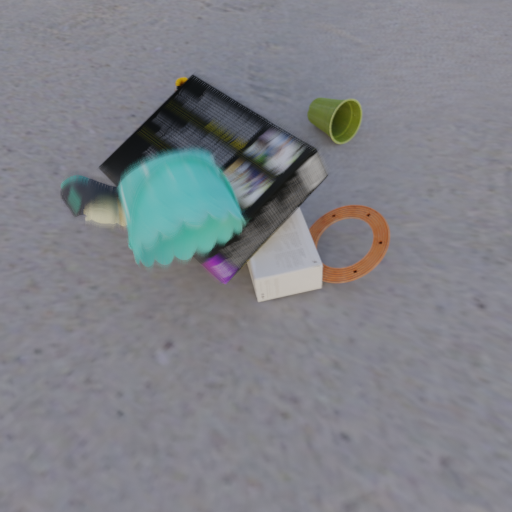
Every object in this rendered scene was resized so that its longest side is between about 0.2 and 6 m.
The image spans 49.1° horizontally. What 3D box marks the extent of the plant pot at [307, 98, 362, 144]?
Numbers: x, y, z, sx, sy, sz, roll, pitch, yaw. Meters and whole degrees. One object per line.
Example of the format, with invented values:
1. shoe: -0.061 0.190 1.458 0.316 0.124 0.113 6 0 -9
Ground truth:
1. plant pot: 1.848 -3.439 13.809 1.109 1.109 1.053 -32 43 -25

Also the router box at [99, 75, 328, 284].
1. router box: -0.968 -1.678 11.051 2.863 0.980 3.838 -46 56 -6

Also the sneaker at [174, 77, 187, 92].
1. sneaker: -1.587 -3.820 14.178 0.760 0.802 1.952 -27 55 -21

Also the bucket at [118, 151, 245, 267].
1. bucket: -1.178 -0.719 8.572 1.816 1.816 1.181 -20 79 -16

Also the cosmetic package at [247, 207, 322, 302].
1. cosmetic package: 0.282 -0.613 11.374 1.304 0.800 3.159 -13 50 -3

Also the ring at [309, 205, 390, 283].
1. ring: 1.761 -0.234 11.088 1.821 0.175 1.821 -17 51 22

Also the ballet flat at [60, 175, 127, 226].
1. ballet flat: -2.363 -0.818 9.192 0.746 2.043 0.746 0 90 22
